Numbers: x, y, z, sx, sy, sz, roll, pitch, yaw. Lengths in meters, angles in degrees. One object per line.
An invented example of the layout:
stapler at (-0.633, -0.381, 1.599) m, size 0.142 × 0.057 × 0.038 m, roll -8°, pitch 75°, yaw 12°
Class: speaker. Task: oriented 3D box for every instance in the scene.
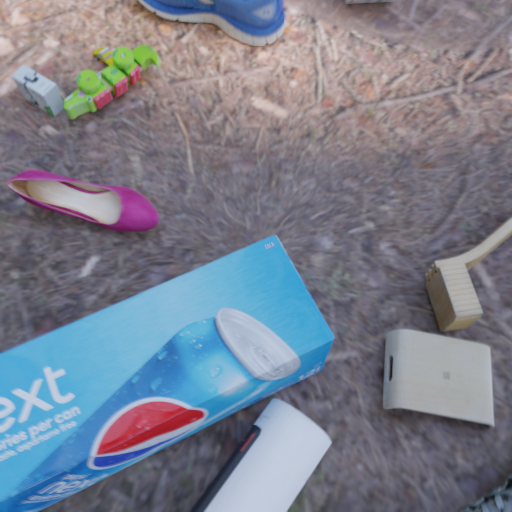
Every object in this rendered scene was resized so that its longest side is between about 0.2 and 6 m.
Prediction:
speaker at (-0.093, 2.951, 6.829) m, size 0.960 × 0.960 × 2.365 m, roll 34°, pitch 70°, yaw 15°

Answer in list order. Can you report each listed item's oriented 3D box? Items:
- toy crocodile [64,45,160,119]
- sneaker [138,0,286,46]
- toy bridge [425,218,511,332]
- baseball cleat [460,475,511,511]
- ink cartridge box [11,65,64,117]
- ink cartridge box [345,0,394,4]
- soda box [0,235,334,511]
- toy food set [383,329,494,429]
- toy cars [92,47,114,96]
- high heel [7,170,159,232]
toy crocodile at (-2.546, -3.053, 9.865) m, size 0.599 × 0.655 × 1.941 m, roll 45°, pitch 72°, yaw 9°
sneaker at (-0.934, -5.149, 10.401) m, size 3.243 × 1.446 × 1.274 m, roll 19°, pitch 64°, yaw 6°
toy bridge at (5.049, -0.129, 8.451) m, size 5.102 × 0.694 × 1.715 m, roll -9°, pitch 65°, yaw -4°
baseball cleat at (2.697, 3.230, 6.557) m, size 1.845 × 1.208 × 3.466 m, roll 31°, pitch 67°, yaw 14°
ink cartridge box at (-3.815, -2.894, 9.846) m, size 0.800 × 0.586 × 0.332 m, roll 33°, pitch 70°, yaw 16°
ink cartridge box at (2.239, -5.336, 10.781) m, size 0.986 × 0.716 × 0.713 m, roll -4°, pitch 98°, yaw -2°
soda box at (-1.526, 1.605, 7.145) m, size 4.825 × 1.548 × 1.637 m, roll -24°, pitch 67°, yaw -10°
toy food set at (2.542, 1.704, 7.767) m, size 1.528 × 0.462 × 1.096 m, roll 11°, pitch 64°, yaw -4°
toy cars at (-2.772, -3.458, 10.297) m, size 0.520 × 0.257 × 1.160 m, roll -7°, pitch 65°, yaw -3°
high heel at (-2.603, -0.828, 8.496) m, size 2.187 × 1.049 × 0.736 m, roll 23°, pitch 103°, yaw 12°
